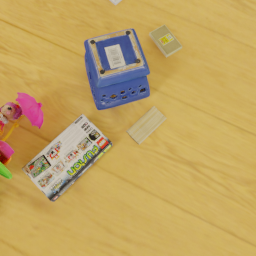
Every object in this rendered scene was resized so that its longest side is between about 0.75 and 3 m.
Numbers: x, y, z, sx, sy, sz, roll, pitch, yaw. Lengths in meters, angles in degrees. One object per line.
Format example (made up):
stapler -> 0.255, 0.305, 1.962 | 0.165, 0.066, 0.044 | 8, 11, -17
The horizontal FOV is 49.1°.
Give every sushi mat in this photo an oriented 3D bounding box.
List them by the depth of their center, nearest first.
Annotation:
sushi mat -> 0.670, -0.111, 10.240 | 1.474, 0.089, 0.705 | -43, 78, -12

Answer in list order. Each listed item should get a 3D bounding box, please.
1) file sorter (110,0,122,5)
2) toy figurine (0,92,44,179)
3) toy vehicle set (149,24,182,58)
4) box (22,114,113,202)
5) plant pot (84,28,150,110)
file sorter -> -0.714, -6.437, 11.707 | 1.285, 1.154, 1.853 | -43, 77, -13
toy figurine -> -4.203, -0.084, 9.612 | 2.893, 2.172, 2.663 | 17, 57, 31
toy vehicle set -> 1.512, -3.520, 11.284 | 0.778, 0.166, 1.253 | -31, 75, -9
box -> -2.053, 0.993, 9.671 | 2.786, 0.484, 1.533 | -43, 77, -12
plant pot -> -0.405, -2.133, 9.922 | 2.148, 1.931, 2.148 | -15, 73, -6
